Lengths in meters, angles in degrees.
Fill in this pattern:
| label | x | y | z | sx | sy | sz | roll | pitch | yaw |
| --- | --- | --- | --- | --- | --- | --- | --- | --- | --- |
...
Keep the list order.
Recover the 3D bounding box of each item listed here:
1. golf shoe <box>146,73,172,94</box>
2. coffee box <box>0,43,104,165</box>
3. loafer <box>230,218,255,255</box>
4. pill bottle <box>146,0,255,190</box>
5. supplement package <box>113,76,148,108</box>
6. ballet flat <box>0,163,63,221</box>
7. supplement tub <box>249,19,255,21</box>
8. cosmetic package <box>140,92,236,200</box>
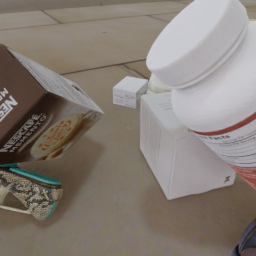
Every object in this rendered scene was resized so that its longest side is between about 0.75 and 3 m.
| label | x | y | z | sx | sy | sz | roll | pitch | yaw |
| --- | --- | --- | --- | --- | --- | --- | --- | --- | --- |
| golf shoe | 1.651 | -1.469 | 8.459 | 2.357 | 1.079 | 0.888 | -17 | 36 | -27 |
| coffee box | -1.571 | -0.219 | 4.838 | 1.012 | 1.452 | 2.540 | 46 | 7 | 11 |
| loafer | 2.501 | 1.997 | 3.012 | 2.768 | 0.872 | 0.995 | 29 | 19 | 37 |
| pill bottle | 1.551 | -0.307 | 3.567 | 1.512 | 2.695 | 1.512 | -39 | 26 | 24 |
| supplement package | 0.087 | -1.083 | 8.336 | 0.740 | 0.527 | 0.951 | 14 | 35 | 21 |
| ballet flat | -2.161 | 0.941 | 4.974 | 2.324 | 0.875 | 0.788 | 21 | -3 | 29 |
| supplement tub | 4.429 | -3.002 | 10.266 | 1.658 | 1.658 | 2.292 | 11 | 34 | 17 |
| cosmetic package | 1.139 | 0.219 | 5.504 | 1.401 | 1.392 | 1.674 | -10 | 34 | -14 |
